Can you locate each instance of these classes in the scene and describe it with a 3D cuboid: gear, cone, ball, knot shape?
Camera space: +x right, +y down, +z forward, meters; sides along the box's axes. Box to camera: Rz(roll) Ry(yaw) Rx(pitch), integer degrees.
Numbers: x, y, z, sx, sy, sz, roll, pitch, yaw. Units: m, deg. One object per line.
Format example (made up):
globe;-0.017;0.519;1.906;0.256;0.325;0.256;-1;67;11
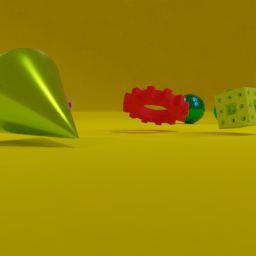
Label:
gear;0.704;-0.531;7.267;1.666;0.308;1.666;9;-20;3
cone;-1.318;-0.233;4.563;1.636;1.630;1.630;34;22;30
ball;2.555;-0.788;11.562;1.226;1.226;1.226;0;4;0
knot shape;4.300;-0.836;11.997;1.331;1.422;0.657;-40;18;20

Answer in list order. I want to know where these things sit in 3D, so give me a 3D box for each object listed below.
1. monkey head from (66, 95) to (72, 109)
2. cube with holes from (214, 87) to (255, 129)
monkey head;-2.862;-1.074;12.142;0.666;0.795;1.106;12;35;24
cube with holes;2.664;-0.442;6.582;0.806;0.806;0.806;-2;-8;-35
